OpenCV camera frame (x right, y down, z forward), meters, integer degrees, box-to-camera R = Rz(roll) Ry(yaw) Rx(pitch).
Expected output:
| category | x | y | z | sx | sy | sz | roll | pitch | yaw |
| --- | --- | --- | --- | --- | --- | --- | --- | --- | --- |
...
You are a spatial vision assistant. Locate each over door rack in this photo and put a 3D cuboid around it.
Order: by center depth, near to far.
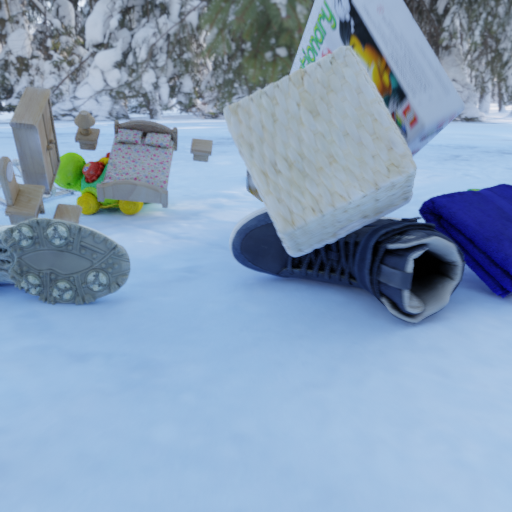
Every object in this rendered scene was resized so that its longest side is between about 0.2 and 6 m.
| category | x | y | z | sx | sy | sz | roll | pitch | yaw |
| --- | --- | --- | --- | --- | --- | --- | --- | --- | --- |
| over door rack | -6.297 | -1.938 | 14.034 | 3.091 | 1.030 | 2.284 | 7 | 17 | 22 |

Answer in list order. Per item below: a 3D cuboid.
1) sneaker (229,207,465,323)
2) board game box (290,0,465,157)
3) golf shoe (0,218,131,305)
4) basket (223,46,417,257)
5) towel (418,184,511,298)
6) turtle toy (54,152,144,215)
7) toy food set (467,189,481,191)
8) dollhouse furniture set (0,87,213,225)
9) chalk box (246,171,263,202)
| category | x | y | z | sx | sy | sz | roll | pitch | yaw |
| --- | --- | --- | --- | --- | --- | --- | --- | --- | --- |
| sneaker | 1.144 | 0.002 | 7.355 | 3.057 | 1.162 | 2.209 | 1 | 15 | -1 |
| board game box | 1.762 | -2.775 | 10.168 | 0.789 | 2.878 | 4.559 | -26 | -7 | -11 |
| golf shoe | -3.029 | -0.051 | 7.790 | 2.949 | 1.155 | 1.434 | 4 | 12 | 9 |
| basket | 0.771 | -1.165 | 6.751 | 1.786 | 1.802 | 1.449 | -26 | -10 | 7 |
| towel | 3.755 | -0.285 | 8.402 | 2.552 | 0.632 | 1.884 | -11 | 47 | -40 |
| turtle toy | -3.456 | -1.734 | 12.853 | 2.545 | 1.287 | 1.855 | 1 | 17 | 3 |
| toy food set | 5.765 | -1.315 | 13.051 | 1.540 | 0.379 | 1.556 | -8 | 19 | -25 |
| dollhouse furniture set | -2.740 | -1.985 | 11.135 | 3.702 | 1.807 | 3.157 | 4 | 49 | -5 |
| chalk box | 0.245 | -1.482 | 9.270 | 0.622 | 0.999 | 0.619 | -4 | -16 | 25 |
